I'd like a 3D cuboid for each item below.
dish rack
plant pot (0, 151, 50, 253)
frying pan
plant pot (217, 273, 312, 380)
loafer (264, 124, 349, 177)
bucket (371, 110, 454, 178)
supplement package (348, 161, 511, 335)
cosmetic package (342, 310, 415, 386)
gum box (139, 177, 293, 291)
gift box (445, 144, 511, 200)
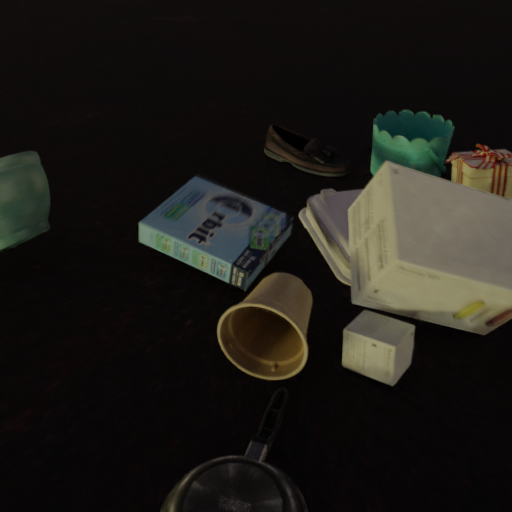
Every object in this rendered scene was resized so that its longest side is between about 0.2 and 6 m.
[{"bbox_3d":[2.132,-0.524,9.555,2.309,0.586,2.691,-7,35,-12],"label":"dish rack"},{"bbox_3d":[-3.903,-0.695,8.566,1.744,1.169,1.744,-25,8,4],"label":"plant pot"},{"bbox_3d":[0.085,2.233,5.524,1.423,0.383,2.352,25,44,32],"label":"frying pan"},{"bbox_3d":[0.226,0.765,6.887,1.109,1.109,1.015,11,34,16],"label":"plant pot"},{"bbox_3d":[1.059,-2.304,12.183,2.155,0.679,0.775,24,40,33],"label":"loafer"},{"bbox_3d":[3.199,-2.236,11.678,1.730,1.125,1.730,0,34,0],"label":"bucket"},{"bbox_3d":[2.359,-0.066,7.276,2.018,1.119,1.572,14,54,-13],"label":"supplement package"},{"bbox_3d":[1.503,1.115,6.904,0.694,0.581,0.578,16,31,34],"label":"cosmetic package"},{"bbox_3d":[-0.607,-0.423,8.895,1.905,0.424,1.619,23,42,16],"label":"gum box"},{"bbox_3d":[4.085,-1.344,10.093,1.245,1.163,1.149,-4,24,-4],"label":"gift box"}]
